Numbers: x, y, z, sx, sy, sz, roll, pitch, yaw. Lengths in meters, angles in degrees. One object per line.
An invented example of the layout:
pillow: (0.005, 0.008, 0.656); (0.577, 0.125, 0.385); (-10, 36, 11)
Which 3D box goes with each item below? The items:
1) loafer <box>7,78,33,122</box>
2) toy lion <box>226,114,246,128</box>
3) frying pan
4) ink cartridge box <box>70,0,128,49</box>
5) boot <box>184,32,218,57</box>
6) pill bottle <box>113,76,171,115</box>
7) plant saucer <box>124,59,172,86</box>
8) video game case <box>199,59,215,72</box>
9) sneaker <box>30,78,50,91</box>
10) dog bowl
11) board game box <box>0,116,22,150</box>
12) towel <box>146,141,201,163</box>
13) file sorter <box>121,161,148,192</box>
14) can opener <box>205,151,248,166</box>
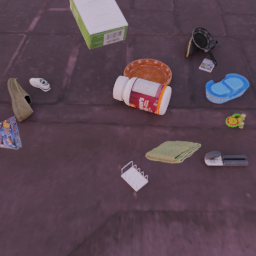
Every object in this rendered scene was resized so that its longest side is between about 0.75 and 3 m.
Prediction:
loafer: (-4.625, -1.274, 12.110); (0.777, 0.876, 2.304); (-16, 62, -14)
toy lion: (4.474, -0.313, 11.683); (0.720, 0.258, 0.752); (13, 51, 21)
frying pan: (4.083, -4.244, 14.375); (2.115, 0.344, 1.279); (48, 64, -5)
ink cartridge box: (-1.285, -4.529, 10.629); (1.500, 0.857, 2.889); (-20, 73, -16)
boot: (3.850, -4.288, 14.668); (1.444, 0.809, 2.087); (21, 54, 10)
pill bottle: (0.600, -1.437, 11.935); (2.264, 1.240, 1.240); (17, 52, 13)
plant saucer: (0.935, -2.493, 13.399); (2.267, 0.366, 2.267); (1, 50, -1)
video game case: (4.020, -3.164, 14.139); (0.614, 0.077, 0.857); (23, 54, 18)
sneaker: (-4.115, -2.135, 13.032); (1.160, 0.467, 0.443); (22, 55, 20)
dog bowl: (4.447, -1.759, 12.682); (2.088, 0.517, 1.164); (-21, 53, -16)
board game box: (-3.384, 0.096, 7.704); (0.884, 0.883, 0.273); (9, 17, 8)
towel: (1.292, 0.700, 8.206); (1.091, 0.268, 1.471); (-26, 15, -32)
file sorter: (0.232, 1.669, 9.822); (0.570, 0.512, 0.822); (-35, 59, -25)
can opener: (3.613, 1.123, 10.259); (1.586, 0.530, 0.423); (0, 50, 0)
